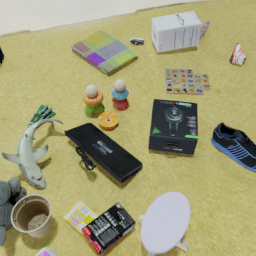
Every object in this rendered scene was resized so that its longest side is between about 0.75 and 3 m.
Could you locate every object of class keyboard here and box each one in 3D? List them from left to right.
[{"bbox_3d":[-1.043,0.860,9.821,2.897,0.372,1.740,36,37,26],"label":"keyboard"}]

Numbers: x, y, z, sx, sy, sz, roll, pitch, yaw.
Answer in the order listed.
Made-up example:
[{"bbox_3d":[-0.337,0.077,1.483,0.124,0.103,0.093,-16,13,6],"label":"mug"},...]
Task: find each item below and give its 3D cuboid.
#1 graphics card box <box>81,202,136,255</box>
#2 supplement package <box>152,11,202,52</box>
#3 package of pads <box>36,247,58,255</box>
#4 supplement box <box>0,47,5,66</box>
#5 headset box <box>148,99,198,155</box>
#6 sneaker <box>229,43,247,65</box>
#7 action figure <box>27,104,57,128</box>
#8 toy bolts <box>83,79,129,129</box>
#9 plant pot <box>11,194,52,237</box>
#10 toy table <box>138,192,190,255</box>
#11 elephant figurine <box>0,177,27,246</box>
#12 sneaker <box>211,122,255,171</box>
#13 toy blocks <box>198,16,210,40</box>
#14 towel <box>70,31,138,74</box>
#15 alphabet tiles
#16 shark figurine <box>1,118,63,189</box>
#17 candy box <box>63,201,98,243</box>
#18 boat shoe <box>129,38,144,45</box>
[{"bbox_3d":[-0.548,2.885,8.138,1.365,0.347,0.856,-32,57,-27],"label":"graphics card box"},{"bbox_3d":[2.390,-4.825,14.035,2.167,1.271,1.267,-11,51,-4],"label":"supplement package"},{"bbox_3d":[-2.269,4.622,6.533,2.188,0.966,2.832,35,59,25],"label":"package of pads"},{"bbox_3d":[-6.970,-3.500,13.228,1.754,0.955,0.961,-1,51,-1],"label":"supplement box"},{"bbox_3d":[1.666,-0.019,10.395,1.707,0.910,1.961,7,51,6],"label":"headset box"},{"bbox_3d":[5.452,-3.579,13.642,0.705,0.439,1.315,22,57,16],"label":"sneaker"},{"bbox_3d":[-3.536,-0.398,11.102,0.755,0.350,1.278,26,58,16],"label":"action figure"},{"bbox_3d":[-0.694,-1.080,11.030,1.833,1.271,1.751,-26,55,-20],"label":"toy bolts"},{"bbox_3d":[-2.683,2.652,8.133,1.101,1.008,1.101,0,50,0],"label":"plant pot"},{"bbox_3d":[1.051,2.815,7.968,1.663,1.059,1.809,37,60,26],"label":"toy table"},{"bbox_3d":[-4.369,2.308,8.305,2.367,1.836,1.675,-5,93,9],"label":"elephant figurine"},{"bbox_3d":[4.041,0.662,9.827,2.348,0.914,0.823,31,57,24],"label":"sneaker"},{"bbox_3d":[3.672,-5.434,14.828,1.053,0.949,1.127,28,56,20],"label":"toy blocks"},{"bbox_3d":[-1.195,-3.821,13.910,2.142,0.340,2.982,-37,60,-27],"label":"towel"},{"bbox_3d":[2.676,-2.120,12.674,1.990,0.075,1.663,3,50,2],"label":"alphabet tiles"},{"bbox_3d":[-3.475,0.647,9.862,1.699,1.186,2.843,22,54,-26],"label":"shark figurine"},{"bbox_3d":[-1.175,2.908,8.448,1.462,0.193,0.747,33,58,24],"label":"candy box"},{"bbox_3d":[0.455,-4.440,14.460,0.787,0.282,0.267,2,66,-6],"label":"boat shoe"}]
